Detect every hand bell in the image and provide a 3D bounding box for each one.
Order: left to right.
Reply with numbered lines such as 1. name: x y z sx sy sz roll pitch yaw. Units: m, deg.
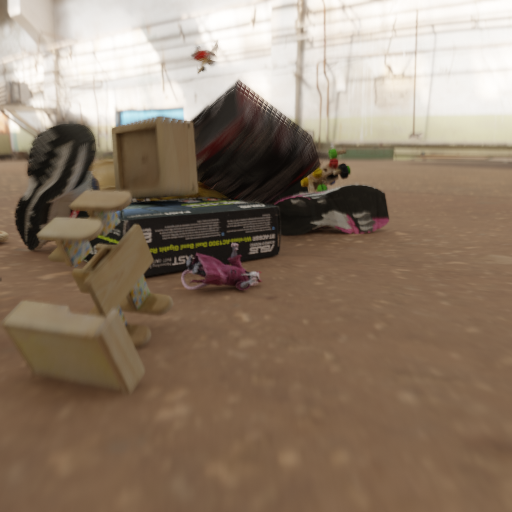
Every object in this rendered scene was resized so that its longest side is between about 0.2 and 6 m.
1. hand bell: -2.857 -1.004 10.992 0.859 1.650 0.859 -3 -27 -2

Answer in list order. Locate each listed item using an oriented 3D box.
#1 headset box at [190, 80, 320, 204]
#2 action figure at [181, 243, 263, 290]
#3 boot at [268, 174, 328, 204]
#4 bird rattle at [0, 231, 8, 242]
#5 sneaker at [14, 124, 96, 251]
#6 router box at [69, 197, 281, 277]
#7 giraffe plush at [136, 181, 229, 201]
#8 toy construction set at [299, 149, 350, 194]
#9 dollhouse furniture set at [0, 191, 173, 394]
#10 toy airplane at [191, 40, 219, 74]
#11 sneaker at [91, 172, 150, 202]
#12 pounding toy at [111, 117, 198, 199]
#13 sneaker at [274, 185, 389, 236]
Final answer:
1. headset box: -0.261 -2.086 10.978 1.849 0.960 2.485 -34 -41 30
2. action figure: -0.399 0.303 7.660 1.060 0.789 0.710 12 43 -25
3. boot: 1.256 -2.149 17.278 3.025 1.047 2.634 5 14 32
4. bird rattle: -5.295 -0.387 10.890 0.889 0.614 1.090 11 -1 -4
5. sneaker: -3.316 -1.252 9.755 1.159 1.068 2.897 -21 -18 -44
6. router box: -1.397 -0.426 9.625 2.964 0.921 2.221 -10 16 -37
7. giraffe plush: -1.617 -1.255 11.601 1.658 1.921 1.558 -34 13 18
8. toy construction set: 1.470 -1.461 13.836 1.527 1.658 1.988 -13 -7 -5
9. dollhouse furniture set: -1.304 0.360 5.163 1.050 1.385 1.580 4 39 24
10. toy airplane: -0.866 -3.596 10.147 0.569 0.566 0.401 -28 -41 21
11. sneaker: -3.018 -1.597 14.412 1.846 1.193 3.403 8 12 40
12. pounding toy: -1.823 -1.779 9.974 1.595 1.468 1.134 -2 3 36
13. sneaker: 1.540 -1.064 12.300 2.691 1.081 1.162 -1 11 -8
